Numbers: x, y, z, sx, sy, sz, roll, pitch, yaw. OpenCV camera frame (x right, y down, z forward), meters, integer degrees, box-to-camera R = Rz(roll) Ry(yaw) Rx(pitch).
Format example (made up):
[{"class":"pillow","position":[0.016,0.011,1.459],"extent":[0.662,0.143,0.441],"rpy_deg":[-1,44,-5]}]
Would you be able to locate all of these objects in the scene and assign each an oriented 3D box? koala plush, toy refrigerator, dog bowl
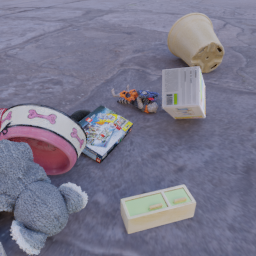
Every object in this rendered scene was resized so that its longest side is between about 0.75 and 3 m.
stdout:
[{"class":"koala plush","position":[-2.597,1.821,7.236],"extent":[2.640,2.426,2.341],"rpy_deg":[34,46,23]},{"class":"toy refrigerator","position":[0.823,2.211,7.802],"extent":[1.953,0.683,0.741],"rpy_deg":[-9,35,-14]},{"class":"dog bowl","position":[-2.722,0.507,8.750],"extent":[2.735,2.735,1.008],"rpy_deg":[4,52,5]}]

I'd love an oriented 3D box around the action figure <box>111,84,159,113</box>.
[{"class":"action figure","position":[0.563,-1.308,13.046],"extent":[2.106,1.139,2.177],"rpy_deg":[31,19,27]}]

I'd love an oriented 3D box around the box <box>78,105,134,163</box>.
[{"class":"box","position":[-1.043,0.143,10.703],"extent":[1.619,0.447,2.370],"rpy_deg":[30,41,13]}]

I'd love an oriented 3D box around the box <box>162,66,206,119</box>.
[{"class":"box","position":[2.262,-1.263,10.979],"extent":[1.334,1.480,2.631],"rpy_deg":[-1,-8,20]}]

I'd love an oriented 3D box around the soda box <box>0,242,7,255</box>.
[{"class":"soda box","position":[-4.290,2.940,6.545],"extent":[2.775,0.880,0.947],"rpy_deg":[9,35,13]}]

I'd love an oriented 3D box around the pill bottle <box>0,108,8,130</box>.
[{"class":"pill bottle","position":[-5.275,-0.200,10.952],"extent":[2.031,1.147,1.147],"rpy_deg":[0,34,0]}]

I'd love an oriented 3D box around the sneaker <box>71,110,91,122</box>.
[{"class":"sneaker","position":[-2.420,-0.012,11.159],"extent":[2.246,0.674,1.171],"rpy_deg":[-15,37,-13]}]

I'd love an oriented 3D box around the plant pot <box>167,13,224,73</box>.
[{"class":"plant pot","position":[4.178,-4.804,16.569],"extent":[2.996,2.996,2.742],"rpy_deg":[-8,45,-11]}]
